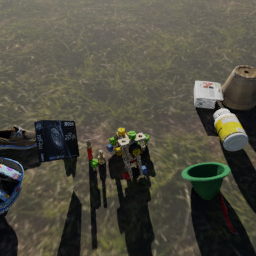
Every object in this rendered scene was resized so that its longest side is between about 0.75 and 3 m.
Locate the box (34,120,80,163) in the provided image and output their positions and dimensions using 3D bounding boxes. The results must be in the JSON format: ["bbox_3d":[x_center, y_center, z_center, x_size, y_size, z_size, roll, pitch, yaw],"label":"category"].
[{"bbox_3d":[-2.241,0.395,8.997,0.347,1.276,1.593,-10,-5,27],"label":"box"}]

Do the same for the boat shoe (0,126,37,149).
[{"bbox_3d":[-4.126,0.347,10.377,1.963,0.710,0.709,-8,45,-8],"label":"boat shoe"}]

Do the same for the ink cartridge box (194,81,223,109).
[{"bbox_3d":[3.519,-1.467,12.342,1.127,0.538,1.283,6,45,6],"label":"ink cartridge box"}]

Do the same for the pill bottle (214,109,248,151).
[{"bbox_3d":[3.807,0.022,10.584,0.890,0.890,1.599,-3,44,-3],"label":"pill bottle"}]

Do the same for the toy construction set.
[{"bbox_3d":[-0.324,0.589,9.430,2.219,1.705,1.850,-1,44,0],"label":"toy construction set"}]

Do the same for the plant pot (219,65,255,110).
[{"bbox_3d":[4.920,-1.837,12.087,1.672,1.450,1.672,1,44,-1],"label":"plant pot"}]

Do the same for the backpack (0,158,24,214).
[{"bbox_3d":[-4.136,1.783,8.431,2.060,1.386,1.881,11,45,12],"label":"backpack"}]

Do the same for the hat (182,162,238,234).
[{"bbox_3d":[2.582,2.145,8.938,1.518,1.613,1.833,-7,10,21],"label":"hat"}]
